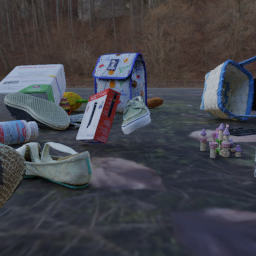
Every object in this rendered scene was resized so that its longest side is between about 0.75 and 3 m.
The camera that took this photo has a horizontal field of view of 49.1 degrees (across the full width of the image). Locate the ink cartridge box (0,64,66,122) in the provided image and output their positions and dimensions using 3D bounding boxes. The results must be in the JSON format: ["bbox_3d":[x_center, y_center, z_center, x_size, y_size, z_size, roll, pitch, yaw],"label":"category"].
[{"bbox_3d":[-3.727,-1.457,10.966,2.048,1.188,2.828,-2,32,1],"label":"ink cartridge box"}]

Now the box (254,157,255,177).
[{"bbox_3d":[2.780,0.028,4.752,1.762,1.389,0.438,-10,14,-41],"label":"box"}]

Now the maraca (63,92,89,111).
[{"bbox_3d":[-2.625,-1.259,13.409,1.721,0.921,1.180,-2,5,2],"label":"maraca"}]

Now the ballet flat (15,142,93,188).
[{"bbox_3d":[-1.347,0.490,4.419,1.884,0.587,0.635,4,10,24],"label":"ballet flat"}]

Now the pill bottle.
[{"bbox_3d":[-2.722,0.104,6.716,1.021,0.555,0.555,-9,14,-40],"label":"pill bottle"}]

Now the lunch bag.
[{"bbox_3d":[-0.385,-2.113,13.113,2.296,2.701,1.673,8,12,34],"label":"lunch bag"}]

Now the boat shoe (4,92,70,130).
[{"bbox_3d":[-2.904,-0.420,9.000,2.555,0.795,0.953,20,35,22],"label":"boat shoe"}]

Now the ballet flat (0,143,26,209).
[{"bbox_3d":[-2.101,0.877,1.773,2.959,1.004,1.114,-11,36,-26],"label":"ballet flat"}]

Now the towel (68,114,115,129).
[{"bbox_3d":[-1.711,-0.320,9.803,1.805,0.324,1.875,8,14,39],"label":"towel"}]

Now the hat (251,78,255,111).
[{"bbox_3d":[6.005,-0.988,10.696,2.894,2.894,1.167,6,55,4],"label":"hat"}]

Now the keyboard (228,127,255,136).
[{"bbox_3d":[3.277,0.088,8.113,1.105,0.114,0.702,-4,10,-26],"label":"keyboard"}]

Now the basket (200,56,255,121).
[{"bbox_3d":[3.981,-1.399,10.096,1.770,2.244,2.545,19,-11,-24],"label":"basket"}]

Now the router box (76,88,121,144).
[{"bbox_3d":[-0.679,-0.231,6.242,0.307,1.127,1.256,21,-12,-24],"label":"router box"}]

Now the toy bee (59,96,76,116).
[{"bbox_3d":[-3.310,-1.273,12.449,2.410,1.310,1.578,8,13,34],"label":"toy bee"}]

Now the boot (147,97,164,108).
[{"bbox_3d":[1.063,-1.308,14.685,1.481,0.568,1.150,2,9,15],"label":"boot"}]

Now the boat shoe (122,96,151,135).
[{"bbox_3d":[0.124,-0.305,6.039,0.628,0.541,1.745,-26,9,10],"label":"boat shoe"}]

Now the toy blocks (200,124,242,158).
[{"bbox_3d":[1.958,0.211,5.829,0.771,0.649,0.720,-1,10,-7],"label":"toy blocks"}]
